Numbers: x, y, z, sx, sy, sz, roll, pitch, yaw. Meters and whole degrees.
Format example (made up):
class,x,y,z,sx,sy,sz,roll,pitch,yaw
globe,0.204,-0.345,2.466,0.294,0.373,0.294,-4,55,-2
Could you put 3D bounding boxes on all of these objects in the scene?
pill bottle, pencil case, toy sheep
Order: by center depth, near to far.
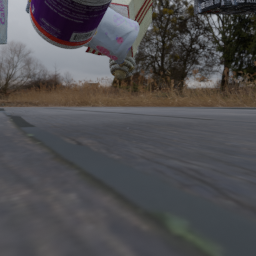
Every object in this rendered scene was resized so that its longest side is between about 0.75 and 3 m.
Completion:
class,x,y,z,sx,sy,sz,roll,pitch,yaw
pill bottle,-0.735,-2.181,4.130,1.147,1.147,2.041,-3,-20,-29
pencil case,-0.992,-2.529,6.459,2.575,1.070,1.168,24,24,-22
toy sheep,-0.184,-2.299,9.764,1.020,1.480,1.020,10,-25,5

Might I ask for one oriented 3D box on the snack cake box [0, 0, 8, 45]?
class,x,y,z,sx,sy,sz,roll,pitch,yaw
snack cake box,-3.024,-2.820,5.383,1.252,2.178,0.732,16,21,14

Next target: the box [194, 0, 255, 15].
class,x,y,z,sx,sy,sz,roll,pitch,yaw
box,3.197,-3.713,8.309,1.964,0.489,1.549,-5,14,-13

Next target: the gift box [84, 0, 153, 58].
class,x,y,z,sx,sy,sz,roll,pitch,yaw
gift box,-0.551,-3.255,8.024,2.116,1.976,1.952,13,-31,20
